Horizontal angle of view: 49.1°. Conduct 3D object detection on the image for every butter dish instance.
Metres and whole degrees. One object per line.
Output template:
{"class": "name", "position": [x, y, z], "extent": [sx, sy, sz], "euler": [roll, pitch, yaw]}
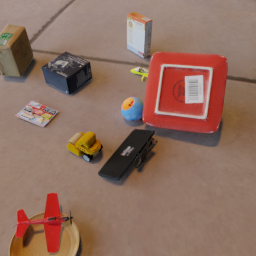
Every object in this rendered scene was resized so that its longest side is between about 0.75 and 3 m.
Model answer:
{"class": "butter dish", "position": [2.313, -1.346, 11.336], "extent": [2.952, 2.188, 2.960], "euler": [7, 90, 15]}

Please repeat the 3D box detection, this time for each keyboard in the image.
{"class": "keyboard", "position": [0.151, 1.029, 10.213], "extent": [1.356, 0.516, 2.606], "euler": [7, 43, 37]}

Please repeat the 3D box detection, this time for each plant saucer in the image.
{"class": "plant saucer", "position": [-2.332, 3.330, 7.957], "extent": [1.939, 0.343, 1.939], "euler": [-1, 46, 1]}

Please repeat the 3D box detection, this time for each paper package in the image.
{"class": "paper package", "position": [-5.573, -3.747, 13.641], "extent": [1.003, 1.848, 1.939], "euler": [6, 48, 5]}

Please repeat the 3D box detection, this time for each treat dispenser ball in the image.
{"class": "treat dispenser ball", "position": [0.210, -0.781, 11.460], "extent": [0.963, 0.963, 0.963], "euler": [0, 46, 0]}

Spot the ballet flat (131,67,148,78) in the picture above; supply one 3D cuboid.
{"class": "ballet flat", "position": [0.656, -2.791, 13.750], "extent": [1.142, 0.383, 0.382], "euler": [24, 51, 21]}

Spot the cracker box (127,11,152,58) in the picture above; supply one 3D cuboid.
{"class": "cracker box", "position": [0.579, -4.842, 14.597], "extent": [0.568, 1.968, 1.318], "euler": [-33, 56, -28]}

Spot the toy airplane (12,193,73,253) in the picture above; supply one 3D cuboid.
{"class": "toy airplane", "position": [-2.500, 2.697, 8.157], "extent": [1.778, 0.327, 1.778], "euler": [3, 56, -4]}

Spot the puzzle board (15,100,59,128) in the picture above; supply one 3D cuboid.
{"class": "puzzle board", "position": [-3.817, -0.633, 11.808], "extent": [1.442, 0.125, 1.087], "euler": [21, 47, 15]}

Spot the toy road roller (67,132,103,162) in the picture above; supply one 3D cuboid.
{"class": "toy road roller", "position": [-1.586, 0.509, 10.214], "extent": [1.314, 0.960, 0.808], "euler": [26, 52, 22]}

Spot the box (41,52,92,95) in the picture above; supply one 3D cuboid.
{"class": "box", "position": [-2.837, -2.615, 13.188], "extent": [1.618, 0.966, 1.645], "euler": [28, 54, 24]}

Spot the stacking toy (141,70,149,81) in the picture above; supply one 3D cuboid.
{"class": "stacking toy", "position": [1.264, -2.550, 13.601], "extent": [0.883, 0.275, 1.171], "euler": [18, 48, 16]}
